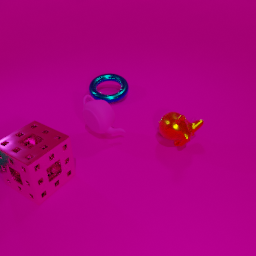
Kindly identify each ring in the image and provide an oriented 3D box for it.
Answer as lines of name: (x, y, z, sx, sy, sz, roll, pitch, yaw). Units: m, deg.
ring: (-0.720, -1.520, 10.532, 1.516, 0.303, 1.516, 0, 50, 0)

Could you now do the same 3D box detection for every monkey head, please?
monkey head: (1.478, -0.102, 7.952, 1.175, 0.984, 1.633, -38, 5, -9)

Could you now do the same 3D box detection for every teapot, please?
teapot: (-0.769, -0.345, 8.276, 0.810, 1.029, 1.655, -35, 77, -32)

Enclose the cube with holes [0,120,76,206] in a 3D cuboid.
cube with holes: (-2.194, 0.789, 6.723, 1.230, 1.230, 1.230, 21, 40, 27)
